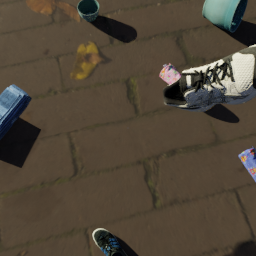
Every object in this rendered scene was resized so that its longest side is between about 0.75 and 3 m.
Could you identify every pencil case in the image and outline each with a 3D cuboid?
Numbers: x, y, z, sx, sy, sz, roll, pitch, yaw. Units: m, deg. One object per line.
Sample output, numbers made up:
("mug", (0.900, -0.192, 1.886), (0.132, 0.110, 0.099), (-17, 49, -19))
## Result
("pencil case", (1.729, -1.584, 9.600), (0.620, 0.620, 1.419), (-39, 72, -14))
("pencil case", (3.975, 1.251, 8.555), (0.590, 0.530, 1.358), (-13, 65, -37))

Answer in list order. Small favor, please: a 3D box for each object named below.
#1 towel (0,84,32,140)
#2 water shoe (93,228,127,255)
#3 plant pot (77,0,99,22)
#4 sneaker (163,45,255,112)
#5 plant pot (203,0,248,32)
("towel", (-3.054, -0.327, 6.725), (0.863, 0.375, 1.545), (30, 80, 33))
("water shoe", (-0.423, 3.335, 7.731), (1.417, 0.559, 0.507), (42, 75, 15))
("plant pot", (-1.489, -4.442, 10.731), (0.819, 0.548, 0.819), (0, 68, 0))
("sneaker", (1.830, -0.963, 6.300), (1.221, 2.784, 1.053), (2, 74, -27))
("plant pot", (3.530, -4.389, 10.385), (1.261, 1.342, 1.342), (27, 71, 26))
